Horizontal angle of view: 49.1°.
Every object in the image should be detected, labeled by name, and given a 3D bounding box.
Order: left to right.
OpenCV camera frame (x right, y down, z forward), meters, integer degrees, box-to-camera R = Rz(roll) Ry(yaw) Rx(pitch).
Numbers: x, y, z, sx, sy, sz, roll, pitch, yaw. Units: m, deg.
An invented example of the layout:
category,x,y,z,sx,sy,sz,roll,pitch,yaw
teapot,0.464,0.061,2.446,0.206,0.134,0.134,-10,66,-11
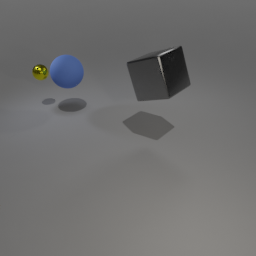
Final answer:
category,x,y,z,sx,sy,sz,roll,pitch,yaw
ball,-3.856,-2.446,12.336,0.700,0.700,0.700,0,30,0
ball,-2.579,-2.376,11.843,1.400,1.400,1.400,0,30,0
cube,1.052,-1.823,9.487,1.400,1.400,1.400,1,25,45
